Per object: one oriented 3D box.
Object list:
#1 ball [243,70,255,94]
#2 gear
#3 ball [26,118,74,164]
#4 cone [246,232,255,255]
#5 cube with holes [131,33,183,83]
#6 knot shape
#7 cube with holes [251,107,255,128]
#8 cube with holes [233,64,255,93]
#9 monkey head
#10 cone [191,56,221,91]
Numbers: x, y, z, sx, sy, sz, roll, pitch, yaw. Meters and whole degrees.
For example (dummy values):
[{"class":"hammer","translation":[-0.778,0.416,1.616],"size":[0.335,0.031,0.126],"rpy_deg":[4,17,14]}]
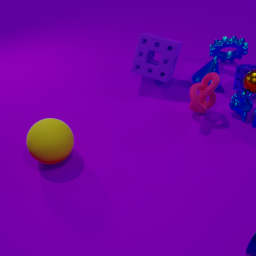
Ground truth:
[{"class":"ball","translation":[3.969,-1.441,8.709],"size":[0.738,0.738,0.738],"rpy_deg":[0,41,0]},{"class":"gear","translation":[4.122,-3.215,11.509],"size":[1.508,1.508,0.279],"rpy_deg":[5,74,6]},{"class":"ball","translation":[-2.088,0.358,7.566],"size":[1.233,1.233,1.233],"rpy_deg":[0,41,0]},{"class":"cone","translation":[2.969,2.386,5.382],"size":[0.943,0.943,0.946],"rpy_deg":[-27,40,-28]},{"class":"cube with holes","translation":[1.071,-2.609,10.255],"size":[1.364,1.364,1.364],"rpy_deg":[19,22,11]},{"class":"knot shape","translation":[2.352,-1.004,8.836],"size":[0.664,1.437,1.345],"rpy_deg":[27,35,24]},{"class":"cube with holes","translation":[4.515,-0.508,8.852],"size":[0.861,0.861,0.861],"rpy_deg":[16,44,17]},{"class":"cube with holes","translation":[4.411,-1.796,10.105],"size":[0.822,0.822,0.822],"rpy_deg":[21,32,39]},{"class":"monkey head","translation":[3.807,-0.848,9.187],"size":[0.721,0.861,1.197],"rpy_deg":[26,68,-1]},{"class":"cone","translation":[3.098,-2.196,10.398],"size":[1.169,1.174,1.169],"rpy_deg":[5,49,-5]}]
